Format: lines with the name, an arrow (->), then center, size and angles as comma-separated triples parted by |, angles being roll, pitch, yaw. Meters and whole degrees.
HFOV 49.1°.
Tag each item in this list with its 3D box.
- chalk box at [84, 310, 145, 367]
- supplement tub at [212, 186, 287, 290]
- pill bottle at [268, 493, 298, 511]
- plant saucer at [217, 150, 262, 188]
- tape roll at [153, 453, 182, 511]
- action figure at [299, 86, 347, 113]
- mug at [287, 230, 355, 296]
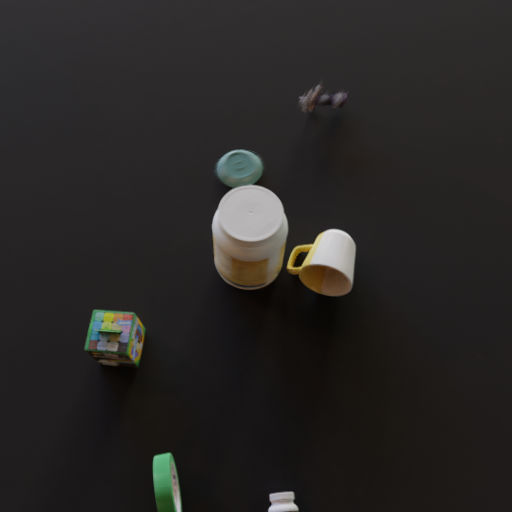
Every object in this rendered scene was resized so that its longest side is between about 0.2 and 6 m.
chalk box -> -2.636, 1.504, 10.421 | 0.812, 1.300, 0.806 | 5, 65, 2
supplement tub -> -0.128, -0.327, 10.885 | 1.411, 1.951, 1.411 | 1, 62, -2
pill bottle -> 0.473, 4.487, 9.453 | 0.507, 0.507, 0.875 | -5, 64, -2
plant saucer -> -0.376, -2.019, 12.716 | 1.025, 0.184, 1.025 | 0, 65, 0
tape roll -> -1.474, 3.922, 9.350 | 0.281, 1.167, 1.167 | -10, 65, -5
action figure -> 1.536, -3.671, 13.218 | 1.134, 0.738, 0.393 | -1, 72, -16
mug -> 1.398, 0.026, 11.314 | 1.329, 1.064, 1.091 | 20, 58, 2
